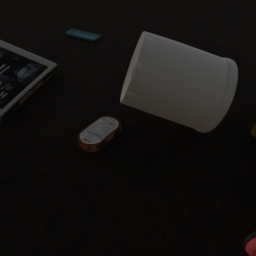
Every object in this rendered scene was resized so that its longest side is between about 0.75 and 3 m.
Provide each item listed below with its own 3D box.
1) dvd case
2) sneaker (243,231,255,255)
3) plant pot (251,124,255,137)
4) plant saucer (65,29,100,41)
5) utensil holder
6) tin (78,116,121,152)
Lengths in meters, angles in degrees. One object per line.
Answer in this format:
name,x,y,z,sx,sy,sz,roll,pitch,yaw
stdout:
dvd case,-3.744,-1.517,8.160,2.188,0.360,2.912,23,42,2
sneaker,2.777,2.035,3.925,2.152,0.793,0.934,12,36,12
plant pot,4.363,-0.540,6.354,1.975,1.742,1.976,31,48,31
plant saucer,-1.866,-3.819,11.516,1.440,0.137,0.503,21,44,22
utensil holder,1.065,-1.035,6.453,2.129,1.809,1.809,17,40,-7
tin,-0.679,0.110,6.761,0.686,0.256,1.225,22,45,30
